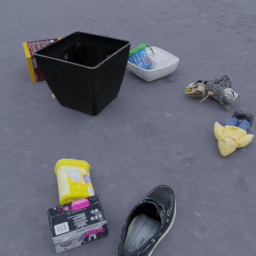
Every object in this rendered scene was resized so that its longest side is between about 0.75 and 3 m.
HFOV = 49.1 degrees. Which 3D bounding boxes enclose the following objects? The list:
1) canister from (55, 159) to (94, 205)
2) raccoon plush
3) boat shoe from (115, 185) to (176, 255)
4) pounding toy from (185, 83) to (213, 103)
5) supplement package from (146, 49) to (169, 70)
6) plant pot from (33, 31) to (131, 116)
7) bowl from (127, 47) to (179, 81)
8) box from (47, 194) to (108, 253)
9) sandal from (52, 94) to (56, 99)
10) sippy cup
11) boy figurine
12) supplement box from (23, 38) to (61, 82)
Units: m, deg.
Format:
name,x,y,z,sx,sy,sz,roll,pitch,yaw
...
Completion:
name,x,y,z,sx,sy,sz,roll,pitch,yaw
canister,-1.595,1.653,8.393,1.049,0.611,1.412,10,34,-27
raccoon plush,3.791,-1.428,12.562,2.201,1.065,1.475,-11,44,35
boat shoe,0.535,2.367,7.371,1.060,0.940,2.836,23,44,26
pounding toy,3.086,-1.553,12.457,1.203,0.688,0.690,2,73,41
supplement package,1.430,-3.459,14.688,0.794,0.791,1.353,-20,44,-19
plant pot,-1.776,-2.246,11.943,2.882,2.557,2.875,19,41,21
bowl,1.157,-3.278,14.600,2.375,0.887,2.372,-23,44,-28
box,-1.306,2.498,7.336,1.378,0.791,0.911,-14,42,-16
sandal,-3.358,-1.898,13.198,0.492,0.441,1.341,-3,38,-4
sippy cup,0.568,-3.487,14.248,1.494,1.095,1.173,-24,10,33
boy figurine,3.823,0.181,10.341,1.441,0.747,2.319,27,43,26
supplement box,-4.193,-3.587,14.594,2.057,1.366,2.029,-14,40,-17
